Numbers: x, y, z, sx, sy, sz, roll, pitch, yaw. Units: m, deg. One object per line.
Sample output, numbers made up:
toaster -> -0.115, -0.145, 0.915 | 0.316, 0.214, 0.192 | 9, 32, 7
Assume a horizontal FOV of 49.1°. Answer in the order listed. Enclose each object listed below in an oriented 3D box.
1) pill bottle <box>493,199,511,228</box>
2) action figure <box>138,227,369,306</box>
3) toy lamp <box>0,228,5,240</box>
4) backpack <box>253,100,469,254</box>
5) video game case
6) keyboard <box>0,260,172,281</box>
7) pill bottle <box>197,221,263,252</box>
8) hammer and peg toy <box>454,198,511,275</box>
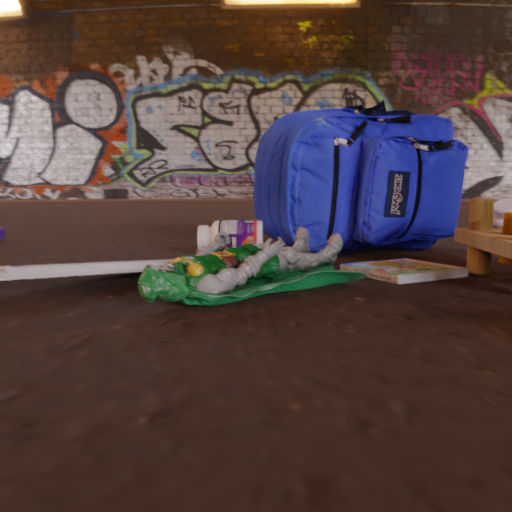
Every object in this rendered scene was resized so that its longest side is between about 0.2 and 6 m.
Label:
pill bottle -> 3.928, -0.483, 8.802 | 0.456, 0.812, 0.456 | -16, 38, 13
action figure -> -0.132, 0.108, 5.902 | 1.504, 0.696, 2.545 | 11, 16, 43
toy lamp -> -5.731, -0.456, 11.427 | 1.282, 0.373, 0.373 | -1, 7, 13
backpack -> 1.666, -1.301, 9.337 | 3.150, 2.560, 2.643 | -2, 10, -21
video game case -> 1.877, 0.182, 7.180 | 1.196, 0.132, 1.089 | -4, 8, -29
keyboard -> -1.818, 0.147, 6.713 | 0.844, 0.160, 2.997 | -3, 0, 39
pill bottle -> -0.415, -0.283, 9.061 | 1.034, 0.576, 0.576 | 0, 7, 2
hammer and peg toy -> 4.003, -0.169, 6.364 | 2.901, 1.023, 2.134 | 0, 7, 3
